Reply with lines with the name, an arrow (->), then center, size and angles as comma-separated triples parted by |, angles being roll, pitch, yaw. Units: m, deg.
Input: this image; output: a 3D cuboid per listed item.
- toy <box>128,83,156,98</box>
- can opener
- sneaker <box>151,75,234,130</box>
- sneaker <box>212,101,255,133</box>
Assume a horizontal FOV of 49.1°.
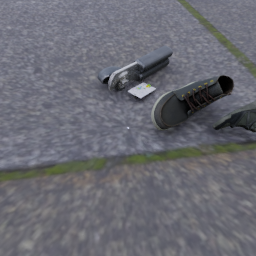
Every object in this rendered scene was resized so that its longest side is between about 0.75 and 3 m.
toy -> 0.403, -1.050, 8.155 | 0.463, 0.190, 0.805 | 30, 44, 24
can opener -> 0.250, -1.981, 8.737 | 0.905, 0.722, 2.706 | 41, 53, 20
sneaker -> 1.575, -0.719, 6.863 | 2.187, 0.818, 1.162 | -36, 11, -30
sneaker -> 2.692, -0.107, 6.653 | 1.257, 0.481, 0.720 | -24, 81, 5
